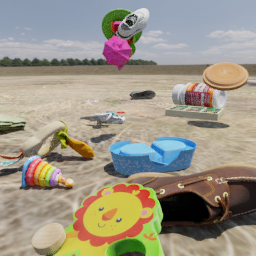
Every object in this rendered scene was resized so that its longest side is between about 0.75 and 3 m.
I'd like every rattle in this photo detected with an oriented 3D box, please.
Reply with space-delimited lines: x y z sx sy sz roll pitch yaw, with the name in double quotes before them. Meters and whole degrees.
"rattle" -1.918 0.698 6.649 1.202 1.319 1.846 -36 1 33

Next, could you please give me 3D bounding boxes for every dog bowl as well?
"dog bowl" 0.599 0.647 6.636 2.119 0.525 1.181 -4 14 -20

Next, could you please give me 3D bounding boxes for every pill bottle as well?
"pill bottle" 3.559 -1.585 14.152 2.479 1.358 1.358 12 18 40

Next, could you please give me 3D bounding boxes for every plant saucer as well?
"plant saucer" 3.653 -1.996 10.527 1.628 0.263 1.628 -7 46 7

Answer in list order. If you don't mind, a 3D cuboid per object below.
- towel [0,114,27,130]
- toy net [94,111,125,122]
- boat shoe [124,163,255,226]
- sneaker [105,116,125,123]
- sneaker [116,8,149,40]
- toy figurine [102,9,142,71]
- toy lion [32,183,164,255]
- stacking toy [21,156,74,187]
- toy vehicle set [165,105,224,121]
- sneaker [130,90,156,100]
"towel" -5.134 -0.314 10.127 2.567 0.468 1.905 10 6 33
"toy net" -0.705 -0.449 11.031 0.974 0.358 1.856 -1 6 12
"boat shoe" 1.095 1.100 4.205 2.423 0.853 0.852 -7 15 2
"sneaker" -0.543 -0.360 11.386 0.860 0.317 0.497 12 12 16
"sneaker" 0.236 -3.139 8.178 0.549 0.579 1.438 35 60 4
"toy figurine" -0.342 -3.075 10.909 1.673 2.228 2.051 2 52 10
"toy lion" -0.179 1.244 3.204 1.532 0.549 1.598 -29 27 -26
"stacking toy" -1.542 0.966 5.563 1.022 0.561 0.593 15 14 11
"toy vehicle set" 3.057 -0.725 12.803 2.337 0.310 1.452 7 15 26
"sneaker" 0.944 -2.249 18.449 1.652 0.618 0.877 -4 17 -12
